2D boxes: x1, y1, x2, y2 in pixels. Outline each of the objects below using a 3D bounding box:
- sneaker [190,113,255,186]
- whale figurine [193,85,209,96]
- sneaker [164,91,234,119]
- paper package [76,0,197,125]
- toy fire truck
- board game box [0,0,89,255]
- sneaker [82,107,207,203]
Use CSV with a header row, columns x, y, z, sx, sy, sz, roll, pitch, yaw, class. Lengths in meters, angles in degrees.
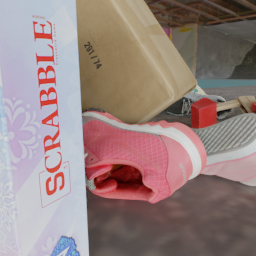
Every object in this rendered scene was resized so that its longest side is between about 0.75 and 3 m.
x,y,z,sx,sy,sz,roll,pitch,yaw,class
1.340,0.471,4.313,1.109,0.798,2.121,33,-29,-26,sneaker
2.187,-1.178,11.168,2.627,1.363,2.090,22,-7,-11,whale figurine
2.469,-0.780,9.617,2.435,0.913,1.406,-1,14,-8,sneaker
-0.405,-1.088,5.183,2.364,2.480,1.283,-35,-2,34,paper package
3.393,-0.478,7.451,2.931,0.714,2.067,-20,29,-23,toy fire truck
-1.429,-0.023,2.071,2.553,2.547,0.525,7,16,33,board game box
-0.373,0.376,3.980,2.729,1.006,1.184,3,26,38,sneaker
